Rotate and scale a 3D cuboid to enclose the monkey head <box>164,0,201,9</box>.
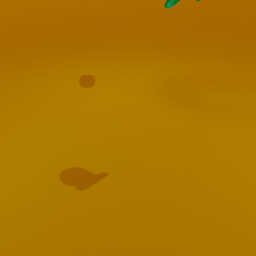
[{"bbox_3d":[0.802,-1.813,3.039,0.817,1.135,0.684,-20,49,-34],"label":"monkey head"}]
